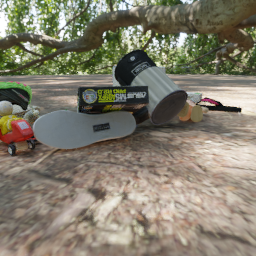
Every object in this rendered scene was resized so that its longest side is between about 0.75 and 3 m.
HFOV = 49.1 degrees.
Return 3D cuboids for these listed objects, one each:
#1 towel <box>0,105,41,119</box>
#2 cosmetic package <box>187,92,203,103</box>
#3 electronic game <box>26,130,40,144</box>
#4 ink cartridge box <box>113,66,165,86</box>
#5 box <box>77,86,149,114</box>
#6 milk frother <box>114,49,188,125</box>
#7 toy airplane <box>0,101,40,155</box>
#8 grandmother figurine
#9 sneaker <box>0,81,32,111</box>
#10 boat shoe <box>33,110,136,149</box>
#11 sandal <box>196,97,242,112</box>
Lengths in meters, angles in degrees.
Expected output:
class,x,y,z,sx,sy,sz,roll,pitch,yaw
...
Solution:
class,x,y,z,sx,sy,sz,roll,pitch,yaw
towel,-4.713,-0.535,11.061,1.473,0.383,2.223,8,20,33
cosmetic package,3.502,-1.731,15.838,1.249,0.530,0.672,9,18,28
electronic game,-2.892,0.247,8.215,1.151,0.240,1.151,0,13,0
ink cartridge box,0.620,-2.309,15.085,2.729,1.980,1.142,-8,16,-30
box,-0.554,-0.739,8.254,1.847,0.510,2.305,-2,-4,-12
milk frother,0.721,-1.099,10.885,2.555,2.452,2.716,54,10,30
toy airplane,-3.237,-0.096,7.438,1.794,1.272,1.802,-2,15,-2
grandmother figurine,2.496,-0.917,11.985,1.776,0.887,2.929,28,14,5
sneaker,-4.880,-1.015,9.762,2.893,1.212,1.110,-1,1,-15
boat shoe,-1.191,0.024,7.882,2.959,1.015,0.838,-4,-1,-30
sandal,4.085,-1.155,13.328,2.546,0.574,0.956,6,15,25
